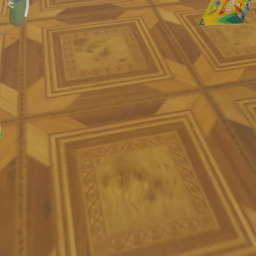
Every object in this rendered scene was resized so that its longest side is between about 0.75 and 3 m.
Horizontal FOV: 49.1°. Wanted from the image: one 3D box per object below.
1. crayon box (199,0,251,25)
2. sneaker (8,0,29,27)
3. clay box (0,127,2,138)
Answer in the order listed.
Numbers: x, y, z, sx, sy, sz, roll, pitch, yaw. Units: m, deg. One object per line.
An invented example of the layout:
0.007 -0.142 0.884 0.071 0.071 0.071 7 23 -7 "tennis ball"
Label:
2.857 -3.521 8.432 1.359 0.345 0.863 12 66 37 "crayon box"
-2.572 -3.116 6.148 0.556 1.659 0.745 32 25 27 "sneaker"
-2.324 -0.122 4.372 0.306 1.288 0.740 -1 26 1 "clay box"
